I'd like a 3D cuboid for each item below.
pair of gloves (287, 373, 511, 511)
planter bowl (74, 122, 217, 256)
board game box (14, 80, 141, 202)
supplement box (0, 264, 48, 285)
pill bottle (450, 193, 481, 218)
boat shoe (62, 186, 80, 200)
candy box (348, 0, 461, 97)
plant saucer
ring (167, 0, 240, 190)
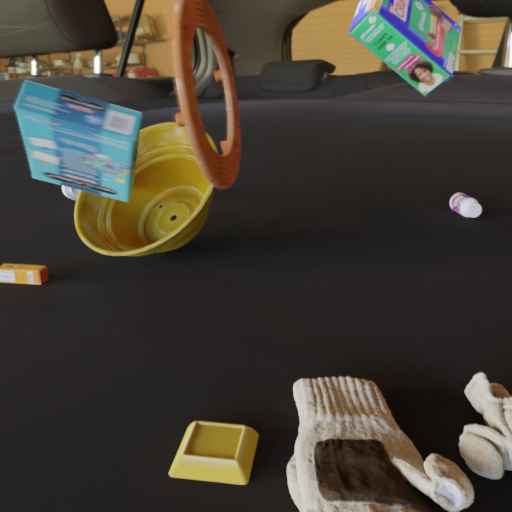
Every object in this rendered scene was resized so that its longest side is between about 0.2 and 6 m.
[{"bbox_3d":[1.813,1.755,4.844,3.071,0.538,2.611,3,20,5],"label":"pair of gloves"},{"bbox_3d":[-1.817,-1.000,10.608,2.975,1.239,2.975,-12,56,19],"label":"planter bowl"},{"bbox_3d":[-2.838,-1.765,9.156,1.715,0.533,2.272,14,-21,-11],"label":"board game box"},{"bbox_3d":[-3.881,0.302,9.284,0.784,0.270,0.261,5,20,9],"label":"supplement box"},{"bbox_3d":[4.897,-1.164,13.062,0.458,0.458,0.815,-3,20,-7],"label":"pill bottle"},{"bbox_3d":[-3.715,-1.752,14.293,2.283,0.822,0.750,-2,14,-30],"label":"boat shoe"},{"bbox_3d":[2.208,-3.304,8.204,1.534,0.591,1.297,31,54,-15],"label":"candy box"},{"bbox_3d":[-0.380,1.794,5.258,0.730,0.177,0.730,3,19,8],"label":"plant saucer"},{"bbox_3d":[-0.648,-2.117,7.330,0.241,2.513,2.513,-6,18,13],"label":"ring"}]
